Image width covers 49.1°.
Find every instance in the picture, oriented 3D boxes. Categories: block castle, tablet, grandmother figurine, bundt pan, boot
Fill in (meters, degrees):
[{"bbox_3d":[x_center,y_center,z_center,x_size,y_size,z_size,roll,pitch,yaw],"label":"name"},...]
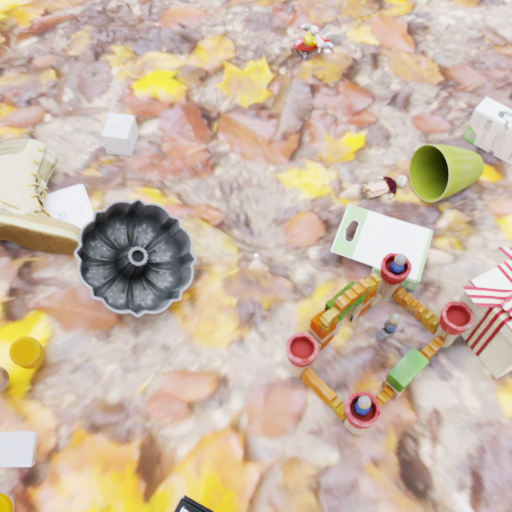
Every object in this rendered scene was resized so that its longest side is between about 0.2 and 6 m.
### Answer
[{"bbox_3d":[1.902,1.277,8.810,2.690,1.262,1.798,-37,65,-21],"label":"block castle"},{"bbox_3d":[-3.590,-0.799,10.812,0.844,0.089,1.297,-21,60,-12],"label":"tablet"},{"bbox_3d":[2.576,-1.369,11.068,0.889,0.269,0.539,-20,81,-10],"label":"grandmother figurine"},{"bbox_3d":[-2.090,0.091,9.532,2.013,0.756,2.013,6,74,-23],"label":"bundt pan"},{"bbox_3d":[-4.110,-1.169,10.518,2.580,0.939,2.006,12,62,15],"label":"boot"}]

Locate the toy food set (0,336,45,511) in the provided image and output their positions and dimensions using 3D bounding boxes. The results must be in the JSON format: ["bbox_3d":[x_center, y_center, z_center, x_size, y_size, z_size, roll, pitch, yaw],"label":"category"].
[{"bbox_3d":[-3.880,2.559,8.336,1.259,1.187,2.638,4,75,-13],"label":"toy food set"}]

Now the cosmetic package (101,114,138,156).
[{"bbox_3d":[-2.809,-2.509,11.610,0.542,0.545,0.651,7,59,3],"label":"cosmetic package"}]

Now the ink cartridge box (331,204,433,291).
[{"bbox_3d":[2.285,-0.179,10.234,1.635,0.392,1.190,18,60,11],"label":"ink cartridge box"}]

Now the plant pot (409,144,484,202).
[{"bbox_3d":[3.793,-1.662,10.887,1.176,1.100,1.100,-11,57,-25],"label":"plant pot"}]

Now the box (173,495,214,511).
[{"bbox_3d":[-0.713,4.379,7.107,1.591,0.836,1.942,24,61,15],"label":"box"}]

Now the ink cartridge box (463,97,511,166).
[{"bbox_3d":[4.971,-2.539,11.441,1.182,0.860,0.497,37,65,21],"label":"ink cartridge box"}]

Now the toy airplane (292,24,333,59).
[{"bbox_3d":[1.403,-5.118,13.192,0.921,0.650,0.917,16,58,10],"label":"toy airplane"}]

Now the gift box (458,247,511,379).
[{"bbox_3d":[4.035,0.826,8.931,1.516,1.534,1.643,-29,63,-17],"label":"gift box"}]
